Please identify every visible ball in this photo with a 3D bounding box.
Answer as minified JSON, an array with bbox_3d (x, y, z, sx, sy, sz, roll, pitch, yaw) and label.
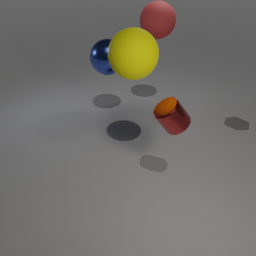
[{"bbox_3d":[-0.810,-2.805,11.088,1.400,1.400,1.400,0,32,0],"label":"ball"},{"bbox_3d":[0.146,-2.035,7.717,1.400,1.400,1.400,0,32,0],"label":"ball"},{"bbox_3d":[1.156,-4.175,10.870,1.400,1.400,1.400,0,32,0],"label":"ball"}]

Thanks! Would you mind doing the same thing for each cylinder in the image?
[{"bbox_3d":[1.098,-0.294,6.973,0.700,0.700,0.700,-28,36,23],"label":"cylinder"}]
